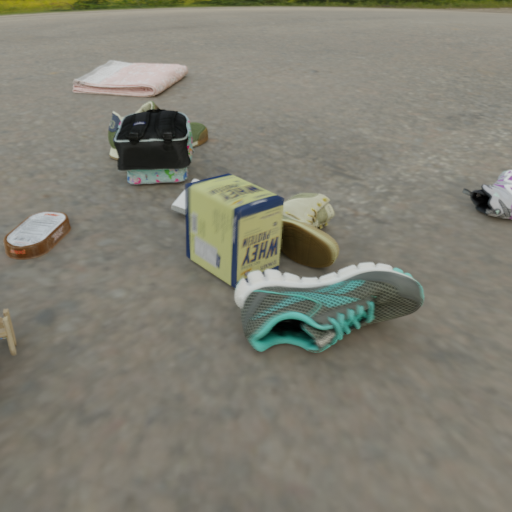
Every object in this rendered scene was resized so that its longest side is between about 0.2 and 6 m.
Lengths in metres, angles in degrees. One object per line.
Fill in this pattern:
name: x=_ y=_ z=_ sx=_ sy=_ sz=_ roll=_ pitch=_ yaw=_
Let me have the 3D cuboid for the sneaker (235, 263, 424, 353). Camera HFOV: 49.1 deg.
sneaker: x=1.115 y=0.930 z=8.530 sx=2.912 sy=1.130 sz=1.328 roll=-6 pitch=39 yaw=6

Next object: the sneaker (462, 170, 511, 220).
sneaker: x=5.348 y=-1.458 z=12.710 sx=1.330 sy=0.739 sz=1.902 roll=5 pitch=30 yaw=7

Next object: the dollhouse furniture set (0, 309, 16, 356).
dollhouse furniture set: x=-4.113 y=1.532 z=7.793 sx=1.445 sy=1.024 sz=1.574 roll=-13 pitch=12 yaw=-21

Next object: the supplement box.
supplement box: x=-0.431 y=-0.490 z=10.227 sx=1.036 sy=1.544 sz=1.542 roll=-21 pitch=37 yaw=-37

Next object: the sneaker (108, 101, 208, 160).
sneaker: x=-2.726 y=-3.683 z=15.842 sx=3.083 sy=1.384 sz=1.034 roll=-20 pitch=36 yaw=-30

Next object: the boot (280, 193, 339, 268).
boot: x=1.079 y=-0.610 z=11.233 sx=2.253 sy=0.812 sz=1.743 roll=24 pitch=36 yaw=39

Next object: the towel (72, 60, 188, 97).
towel: x=-4.995 y=-7.230 z=22.660 sx=3.582 sy=0.604 sz=3.750 roll=7 pitch=32 yaw=11

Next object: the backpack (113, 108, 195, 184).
backpack: x=-2.526 y=-2.817 z=14.107 sx=1.921 sy=1.629 sz=2.163 roll=-4 pitch=40 yaw=-5

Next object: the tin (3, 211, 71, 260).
tin: x=-4.453 y=-0.459 z=11.456 sx=0.926 sy=0.346 sz=1.655 roll=9 pitch=31 yaw=7

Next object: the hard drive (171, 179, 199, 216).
hard drive: x=-1.268 y=-1.269 z=12.678 sx=0.852 sy=0.172 sz=1.291 roll=20 pitch=38 yaw=6
